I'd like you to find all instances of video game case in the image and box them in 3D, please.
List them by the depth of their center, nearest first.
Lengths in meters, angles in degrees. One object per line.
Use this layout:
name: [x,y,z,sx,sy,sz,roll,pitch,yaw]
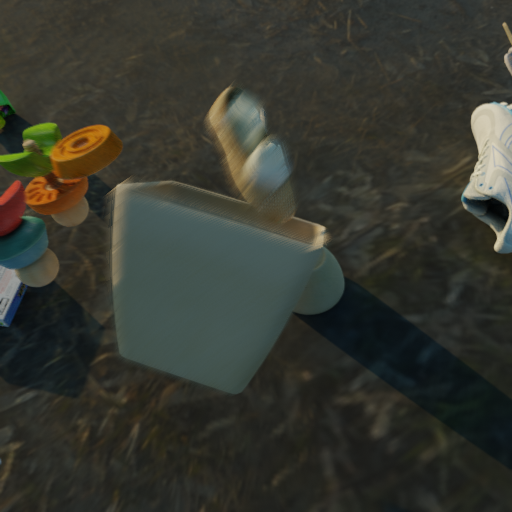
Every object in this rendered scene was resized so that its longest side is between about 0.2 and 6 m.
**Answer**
video game case: [-4.270,0.499,8.986,1.069,0.268,1.180,8,57,6]

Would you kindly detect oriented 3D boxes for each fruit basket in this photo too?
fruit basket: [-5.074,-2.784,11.000,0.600,0.832,0.832,-17,58,-11]

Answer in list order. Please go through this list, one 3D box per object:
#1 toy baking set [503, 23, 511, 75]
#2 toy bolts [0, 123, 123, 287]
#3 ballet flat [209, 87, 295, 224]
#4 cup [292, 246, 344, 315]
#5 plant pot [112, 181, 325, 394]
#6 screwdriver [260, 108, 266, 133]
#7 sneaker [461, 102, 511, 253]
toy baking set: [4.918,-2.288,9.586,0.382,3.283,2.520,-27,41,30]
toy bolts: [-2.689,-0.631,7.620,2.049,1.488,2.145,2,45,27]
ballet flat: [-0.042,-1.374,7.267,0.723,0.669,2.050,-18,67,-29]
cup: [0.813,0.234,8.772,1.133,0.810,1.133,-4,55,6]
plant pot: [-0.526,0.359,7.059,2.281,2.278,2.019,17,101,5]
screwdriver: [0.140,-1.288,9.192,0.436,0.418,2.997,-25,55,25]
sneaker: [4.201,-1.412,9.769,1.402,1.213,3.236,-9,56,0]
